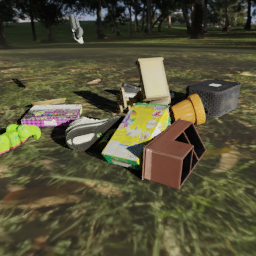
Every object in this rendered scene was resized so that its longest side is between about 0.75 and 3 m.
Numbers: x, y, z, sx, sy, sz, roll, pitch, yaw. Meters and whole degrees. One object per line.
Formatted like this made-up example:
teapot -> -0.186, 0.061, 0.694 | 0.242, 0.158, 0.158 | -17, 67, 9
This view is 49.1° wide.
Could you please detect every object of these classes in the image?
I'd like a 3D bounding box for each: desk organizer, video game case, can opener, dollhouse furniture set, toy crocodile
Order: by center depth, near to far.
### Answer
desk organizer -> 1.500, 0.632, 8.237 | 1.059, 0.986, 2.750 | 14, 25, 26
toy crocodile -> -3.957, 0.409, 9.309 | 0.801, 0.733, 2.374 | 1, 22, 30
can opener -> -2.011, -3.956, 11.089 | 0.416, 0.525, 1.581 | 19, 40, -44
video game case -> -3.210, -0.569, 12.198 | 2.227, 0.399, 2.019 | -1, 21, -3
dollhouse furniture set -> 0.749, -1.799, 12.374 | 2.187, 1.657, 2.495 | -7, -9, -16

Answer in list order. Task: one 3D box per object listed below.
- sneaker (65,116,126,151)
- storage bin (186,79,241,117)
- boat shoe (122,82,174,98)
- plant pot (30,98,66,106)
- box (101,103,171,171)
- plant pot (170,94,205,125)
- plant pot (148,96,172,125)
sneaker -> -0.836, -0.108, 10.007 | 2.868, 1.083, 1.650 | -8, 24, -15
storage bin -> 4.134, -1.525, 13.613 | 1.759, 1.220, 2.602 | 17, 28, 39
boat shoe -> 1.071, -2.179, 15.633 | 2.990, 0.990, 1.045 | 5, 21, 13
plant pot -> -3.902, -1.243, 13.763 | 1.722, 0.237, 1.722 | -9, 8, 1
box -> 0.338, 0.135, 8.506 | 1.341, 0.553, 2.286 | 9, 54, 36
plant pot -> 2.398, -0.644, 11.494 | 1.141, 1.246, 1.246 | -17, 21, 1
plant pot -> 1.335, -0.713, 11.882 | 0.914, 1.031, 1.033 | -5, 19, 15
